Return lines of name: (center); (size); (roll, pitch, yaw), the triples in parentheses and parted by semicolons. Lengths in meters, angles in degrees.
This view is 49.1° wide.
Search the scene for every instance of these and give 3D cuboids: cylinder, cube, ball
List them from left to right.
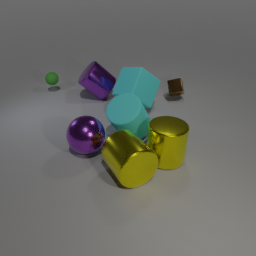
ball: (-4.051, -2.629, 14.923); (0.700, 0.700, 0.700); (0, 31, 0)
ball: (-1.520, 0.247, 10.121); (1.400, 1.400, 1.400); (0, 31, 0)
cylinder: (-1.550, -2.401, 14.130); (1.400, 1.400, 1.400); (37, 19, -26)
cylinder: (0.044, -0.406, 10.900); (1.400, 1.400, 1.400); (-10, 58, 17)
cylinder: (0.037, 0.975, 9.091); (1.400, 1.400, 1.400); (-15, 35, -24)
cube: (0.388, -1.866, 12.980); (1.400, 1.400, 1.400); (26, -9, -41)
cylinder: (1.368, 0.491, 9.842); (1.400, 1.400, 1.400); (1, 30, -1)
cube: (2.414, -2.046, 14.102); (0.700, 0.700, 0.700); (-9, -7, 17)
